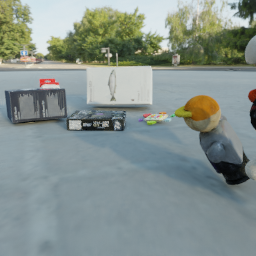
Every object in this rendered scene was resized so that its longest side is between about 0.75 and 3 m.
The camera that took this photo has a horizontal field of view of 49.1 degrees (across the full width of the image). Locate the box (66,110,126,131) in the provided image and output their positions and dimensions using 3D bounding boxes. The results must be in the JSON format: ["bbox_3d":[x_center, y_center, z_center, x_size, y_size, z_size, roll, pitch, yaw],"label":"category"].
[{"bbox_3d":[-0.788,-0.218,7.462,1.453,0.316,1.164,0,14,1],"label":"box"}]

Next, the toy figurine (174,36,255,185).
[{"bbox_3d":[1.892,-0.282,3.315,2.140,1.512,2.174,-37,15,-8],"label":"toy figurine"}]

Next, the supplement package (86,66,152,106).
[{"bbox_3d":[-0.252,-1.437,9.908,2.203,1.288,1.292,0,4,6],"label":"supplement package"}]

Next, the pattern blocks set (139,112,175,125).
[{"bbox_3d":[0.792,-0.293,7.860,1.034,0.084,0.909,-4,20,25],"label":"pattern blocks set"}]

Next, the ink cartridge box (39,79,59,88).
[{"bbox_3d":[-2.815,-1.305,10.157,0.625,1.076,0.362,-8,-3,-32],"label":"ink cartridge box"}]

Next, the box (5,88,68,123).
[{"bbox_3d":[-2.718,-0.718,8.171,1.480,0.846,1.626,-8,12,-27],"label":"box"}]
